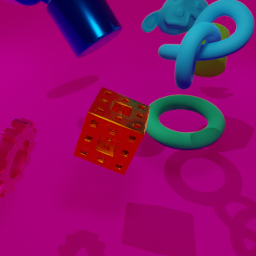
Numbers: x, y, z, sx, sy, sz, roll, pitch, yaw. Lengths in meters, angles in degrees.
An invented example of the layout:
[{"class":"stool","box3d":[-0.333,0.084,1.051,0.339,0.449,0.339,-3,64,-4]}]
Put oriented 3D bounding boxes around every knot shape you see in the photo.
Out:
[{"class":"knot shape","box3d":[1.063,-1.210,4.299,0.712,1.541,1.442,48,50,-14]}]

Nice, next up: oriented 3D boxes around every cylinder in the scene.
[{"class":"cylinder","box3d":[2.028,-1.964,7.157,0.996,0.996,0.996,10,73,12]},{"class":"cylinder","box3d":[-1.015,-2.573,6.649,1.320,1.320,1.320,-31,10,6]}]

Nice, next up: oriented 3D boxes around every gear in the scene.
[{"class":"gear","box3d":[-1.770,0.448,4.329,0.224,1.209,1.209,19,41,-2]}]

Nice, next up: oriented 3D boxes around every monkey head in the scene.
[{"class":"monkey head","box3d":[1.162,-2.865,6.546,1.781,1.281,1.073,-25,18,-8]}]

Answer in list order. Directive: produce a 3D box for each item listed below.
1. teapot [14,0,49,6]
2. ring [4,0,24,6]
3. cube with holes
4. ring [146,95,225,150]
[{"class":"teapot","box3d":[-2.483,-3.528,7.000,1.583,0.984,0.775,32,6,-21]},{"class":"ring","box3d":[-3.384,-4.773,8.473,2.092,2.092,0.418,-29,13,-30]},{"class":"cube with holes","box3d":[-0.262,0.037,4.868,0.934,0.934,0.934,22,34,-3]},{"class":"ring","box3d":[1.234,-0.176,6.262,1.807,0.361,1.807,-1,39,1]}]
